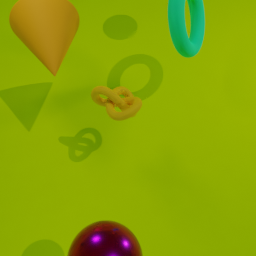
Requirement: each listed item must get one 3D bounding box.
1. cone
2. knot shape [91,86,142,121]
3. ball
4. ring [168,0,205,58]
[{"bbox_3d":[-1.707,-1.758,6.130,1.560,1.560,1.566,-13,65,-5],"label":"cone"},{"bbox_3d":[-0.149,-0.566,6.148,1.176,1.101,0.544,29,111,24],"label":"knot shape"},{"bbox_3d":[-0.307,1.778,3.770,1.021,1.021,1.021,0,69,0],"label":"ball"},{"bbox_3d":[1.458,-2.662,6.817,0.371,1.856,1.856,4,66,32],"label":"ring"}]
